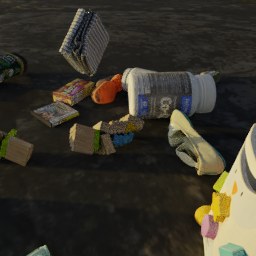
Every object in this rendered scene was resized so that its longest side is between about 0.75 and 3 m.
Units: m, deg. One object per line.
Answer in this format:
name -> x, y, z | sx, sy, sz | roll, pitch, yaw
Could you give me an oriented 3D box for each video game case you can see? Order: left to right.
video game case -> -2.650, -0.543, 10.173 | 1.325, 0.169, 1.198 | 28, 43, 36

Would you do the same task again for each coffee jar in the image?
coffee jar -> -5.627, -2.738, 12.704 | 1.108, 0.907, 2.126 | 28, 35, 11

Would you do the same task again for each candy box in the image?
candy box -> -2.165, -1.471, 11.354 | 0.916, 0.443, 1.571 | 17, 35, 25

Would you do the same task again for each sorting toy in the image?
sorting toy -> 2.159, 1.399, 4.973 | 1.530, 2.577, 2.863 | 5, 33, 7

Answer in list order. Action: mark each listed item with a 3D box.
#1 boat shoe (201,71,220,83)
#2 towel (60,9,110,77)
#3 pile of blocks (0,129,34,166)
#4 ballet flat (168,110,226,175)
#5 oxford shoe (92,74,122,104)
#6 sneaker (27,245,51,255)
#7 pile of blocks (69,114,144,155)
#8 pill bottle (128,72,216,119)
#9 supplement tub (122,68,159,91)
boat shoe -> 3.379, -2.089, 12.215 | 0.581, 0.635, 1.700 | 20, 31, 38
towel -> -0.906, -1.916, 6.446 | 0.578, 1.118, 1.351 | 22, -7, 9
pile of blocks -> -3.846, 0.362, 7.973 | 2.575, 1.057, 0.800 | 3, 33, 5
ballet flat -> 1.692, 0.376, 8.163 | 0.972, 0.972, 2.798 | -10, 34, -16
oxford shoe -> -0.958, -1.527, 11.276 | 0.843, 0.825, 2.313 | -1, 23, 24
sneaker -> -2.224, 2.533, 4.568 | 2.939, 1.082, 1.734 | 25, 45, 18
pile of blocks -> -0.659, 0.295, 8.531 | 2.596, 1.066, 0.807 | -13, -9, -34
pill bottle -> 1.466, -1.144, 9.769 | 2.814, 1.601, 1.601 | -3, 33, -4
supplement tub -> 0.620, -1.801, 11.250 | 1.510, 1.095, 1.095 | 17, 37, 25
